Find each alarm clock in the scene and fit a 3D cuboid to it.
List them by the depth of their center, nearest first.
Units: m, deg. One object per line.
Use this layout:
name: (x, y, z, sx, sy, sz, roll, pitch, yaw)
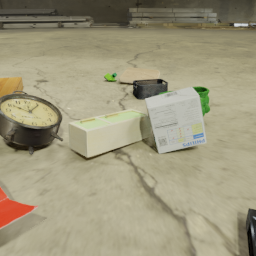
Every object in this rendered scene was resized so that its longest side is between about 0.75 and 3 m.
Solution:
alarm clock: (-2.279, -0.290, 6.303, 1.381, 0.682, 2.048, 6, 34, -33)

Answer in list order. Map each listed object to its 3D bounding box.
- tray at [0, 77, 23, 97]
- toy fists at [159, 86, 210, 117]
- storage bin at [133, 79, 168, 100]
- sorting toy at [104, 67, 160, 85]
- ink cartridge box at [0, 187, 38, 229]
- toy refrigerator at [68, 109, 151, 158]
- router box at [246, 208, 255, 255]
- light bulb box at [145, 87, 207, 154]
tray: (-4.336, -1.130, 9.229, 1.405, 0.528, 2.849, -6, 25, -13)
toy fists: (1.472, -0.516, 7.340, 1.730, 0.882, 0.595, -15, 34, -30)
storage bin: (0.773, -1.367, 9.777, 1.109, 0.520, 0.750, -6, 24, -16)
sorting toy: (0.173, -2.193, 11.937, 2.254, 0.332, 1.666, 7, 29, 8)
ink cartridge box: (-2.637, 0.977, 3.244, 2.623, 0.658, 2.127, -6, 13, 46)
toy refrigerator: (-0.348, 0.029, 6.186, 1.813, 0.634, 0.688, -16, 25, -39)
router box: (1.912, 1.451, 3.510, 0.733, 0.244, 0.932, 7, 24, 17)
light bulb box: (1.007, -0.164, 5.955, 1.071, 1.081, 0.675, -13, 24, 5)
